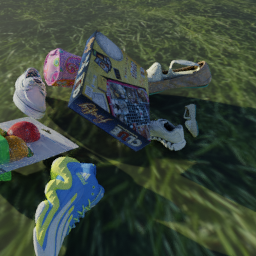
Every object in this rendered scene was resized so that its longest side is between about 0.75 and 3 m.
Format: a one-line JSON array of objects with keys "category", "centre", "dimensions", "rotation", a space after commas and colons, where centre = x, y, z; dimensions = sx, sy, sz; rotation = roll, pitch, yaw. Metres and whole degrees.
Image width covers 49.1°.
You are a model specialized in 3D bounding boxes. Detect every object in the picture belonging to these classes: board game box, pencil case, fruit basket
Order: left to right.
[{"category": "fruit basket", "centre": [-2.704, 0.405, 6.493], "dimensions": [2.137, 1.081, 2.307], "rotation": [26, 24, 33]}, {"category": "pencil case", "centre": [-1.166, -1.601, 8.368], "dimensions": [2.540, 1.111, 1.111], "rotation": [4, 27, -40]}, {"category": "board game box", "centre": [-0.319, -1.054, 7.118], "dimensions": [2.006, 0.512, 2.961], "rotation": [35, 35, -26]}]

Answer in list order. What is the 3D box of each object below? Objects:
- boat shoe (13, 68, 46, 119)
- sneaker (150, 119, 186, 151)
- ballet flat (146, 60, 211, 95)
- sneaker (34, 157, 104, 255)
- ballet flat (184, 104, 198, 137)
[{"category": "boat shoe", "centre": [-2.895, -1.167, 8.351], "dimensions": [0.885, 0.804, 2.407], "rotation": [22, 19, -40]}, {"category": "sneaker", "centre": [0.747, 0.015, 7.180], "dimensions": [1.575, 0.638, 0.592], "rotation": [18, 43, 31]}, {"category": "ballet flat", "centre": [1.262, -1.690, 8.972], "dimensions": [2.706, 0.910, 0.921], "rotation": [-8, 36, 6]}, {"category": "sneaker", "centre": [-0.971, 1.354, 4.938], "dimensions": [1.031, 0.743, 1.962], "rotation": [-1, 53, 3]}, {"category": "ballet flat", "centre": [1.686, -0.207, 7.582], "dimensions": [0.351, 0.351, 1.009], "rotation": [2, 58, 2]}]
